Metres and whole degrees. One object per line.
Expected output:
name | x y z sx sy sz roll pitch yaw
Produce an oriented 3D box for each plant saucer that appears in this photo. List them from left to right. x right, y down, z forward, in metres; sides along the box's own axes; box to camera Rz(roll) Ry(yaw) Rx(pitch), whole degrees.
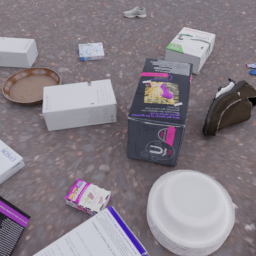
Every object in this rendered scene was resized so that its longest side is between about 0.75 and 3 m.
plant saucer | -3.537 -1.525 10.448 2.122 0.365 2.122 0 45 0

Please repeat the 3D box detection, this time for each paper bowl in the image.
paper bowl | 1.501 1.905 6.766 2.054 1.068 2.054 0 45 0

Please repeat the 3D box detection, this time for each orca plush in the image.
orca plush | 3.405 -1.319 10.201 0.432 0.640 1.216 5 60 59

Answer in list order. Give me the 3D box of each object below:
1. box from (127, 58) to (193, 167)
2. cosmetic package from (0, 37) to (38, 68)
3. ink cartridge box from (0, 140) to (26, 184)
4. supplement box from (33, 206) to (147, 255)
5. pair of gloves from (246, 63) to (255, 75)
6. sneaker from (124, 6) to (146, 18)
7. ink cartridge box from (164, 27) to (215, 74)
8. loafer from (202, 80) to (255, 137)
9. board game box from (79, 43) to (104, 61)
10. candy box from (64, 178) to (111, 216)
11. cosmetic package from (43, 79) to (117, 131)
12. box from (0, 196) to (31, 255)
box | 1.015 -0.573 8.570 1.551 1.788 2.925 10 48 9
cosmetic package | -5.048 -3.172 11.711 2.184 0.778 1.108 4 47 3
ink cartridge box | -4.374 1.071 7.979 2.015 0.410 2.019 30 54 24
supplement box | -1.009 2.968 5.609 2.537 1.284 1.311 -29 53 -24
pair of gloves | 5.255 -2.378 11.438 0.723 0.102 0.899 1 46 3
sneaker | 0.358 -6.096 14.615 1.181 0.543 0.447 0 46 0
ink cartridge box | 2.612 -3.304 11.773 1.495 0.863 2.046 21 50 19
loafer | 3.493 -0.632 9.115 1.059 1.084 2.969 33 55 28
board game box | -1.599 -3.340 12.243 1.041 0.227 1.046 -7 47 -6
candy box | -1.042 1.828 7.341 1.013 0.309 0.691 19 50 17
cosmetic package | -1.606 -0.780 9.356 2.297 0.932 1.296 -8 49 -9
box | -2.960 2.436 5.978 0.316 1.252 1.752 -3 49 28
